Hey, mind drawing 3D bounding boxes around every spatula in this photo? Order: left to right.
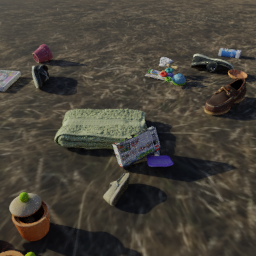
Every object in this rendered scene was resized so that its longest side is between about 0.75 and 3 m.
[{"bbox_3d":[0.745,0.431,7.562,0.626,0.228,2.215,0,30,-3],"label":"spatula"}]

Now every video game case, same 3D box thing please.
[{"bbox_3d":[-5.896,-2.038,11.551,2.356,0.212,1.687,5,33,2],"label":"video game case"}]

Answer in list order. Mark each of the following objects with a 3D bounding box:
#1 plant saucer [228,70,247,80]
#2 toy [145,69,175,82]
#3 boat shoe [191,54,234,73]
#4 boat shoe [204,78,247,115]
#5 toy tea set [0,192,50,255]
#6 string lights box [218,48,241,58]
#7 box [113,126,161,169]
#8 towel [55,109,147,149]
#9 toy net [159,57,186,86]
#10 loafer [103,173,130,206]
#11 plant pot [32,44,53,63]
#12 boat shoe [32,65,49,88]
[{"bbox_3d":[4.732,-2.284,12.113,0.798,0.149,0.798,4,37,-3],"label":"plant saucer"},{"bbox_3d":[1.559,-2.362,12.142,1.456,0.344,0.838,15,34,24],"label":"toy"},{"bbox_3d":[3.819,-2.803,12.790,1.885,0.677,0.637,19,72,18],"label":"boat shoe"},{"bbox_3d":[3.392,-1.140,9.681,0.777,0.776,2.207,28,42,34],"label":"boat shoe"},{"bbox_3d":[-2.236,1.972,4.130,1.717,1.069,2.888,3,31,5],"label":"toy tea set"},{"bbox_3d":[5.395,-3.965,14.861,1.044,0.308,0.537,14,34,22],"label":"string lights box"},{"bbox_3d":[0.241,0.466,6.945,1.169,0.643,0.203,-24,19,-24],"label":"box"},{"bbox_3d":[-0.710,-0.050,8.134,2.529,0.461,1.876,0,30,0],"label":"towel"},{"bbox_3d":[1.696,-2.407,11.908,0.984,0.362,1.875,-13,44,-11],"label":"toy net"},{"bbox_3d":[-0.230,1.264,6.038,0.312,0.345,0.913,19,36,18],"label":"loafer"},{"bbox_3d":[-4.303,-3.653,13.958,0.823,0.823,0.737,28,55,38],"label":"plant pot"},{"bbox_3d":[-3.577,-2.181,11.488,0.647,0.687,1.914,-11,30,-10],"label":"boat shoe"}]
